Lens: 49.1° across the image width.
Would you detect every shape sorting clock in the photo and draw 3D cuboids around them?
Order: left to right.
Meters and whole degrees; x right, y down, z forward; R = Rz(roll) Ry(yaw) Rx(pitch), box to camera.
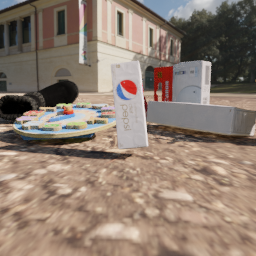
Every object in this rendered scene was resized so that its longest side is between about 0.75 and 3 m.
[{"bbox_3d":[-1.541,-0.300,7.443,2.859,0.561,2.859,-7,17,2],"label":"shape sorting clock"}]

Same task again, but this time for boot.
[{"bbox_3d":[-3.301,-1.049,10.632,2.848,1.072,2.130,-25,2,-1],"label":"boot"}]

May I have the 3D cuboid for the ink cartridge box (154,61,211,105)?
[{"bbox_3d":[1.881,-1.413,11.010,0.646,2.187,2.732,-7,10,-44],"label":"ink cartridge box"}]

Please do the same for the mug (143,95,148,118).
[{"bbox_3d":[0.455,-0.901,11.324,0.635,0.952,0.845,-38,-22,-18],"label":"mug"}]

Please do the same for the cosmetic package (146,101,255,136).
[{"bbox_3d":[1.973,-0.311,8.098,1.212,0.744,2.937,5,4,-40],"label":"cosmetic package"}]

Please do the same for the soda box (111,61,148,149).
[{"bbox_3d":[0.035,-0.404,5.211,0.536,1.573,0.501,-6,-4,5],"label":"soda box"}]
